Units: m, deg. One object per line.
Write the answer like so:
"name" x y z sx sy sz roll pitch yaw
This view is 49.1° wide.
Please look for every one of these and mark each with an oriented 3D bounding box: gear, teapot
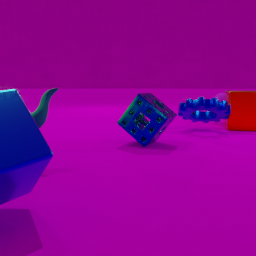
"gear" 1.955 -0.437 7.218 1.287 0.238 1.287 6 -16 2
"teapot" -1.883 -0.085 4.049 1.921 0.941 1.195 -15 -21 1

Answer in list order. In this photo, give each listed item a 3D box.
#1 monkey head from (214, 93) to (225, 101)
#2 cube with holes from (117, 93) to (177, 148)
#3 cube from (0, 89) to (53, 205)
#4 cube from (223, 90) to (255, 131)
"monkey head" 3.068 -0.663 8.879 0.886 0.742 1.231 37 46 4
"cube with holes" 0.397 -0.183 5.624 0.743 0.743 0.743 41 21 13
"cube" -1.237 0.222 2.406 0.751 0.751 0.751 -18 -23 -44
"cube" 3.234 -0.502 7.694 1.036 1.036 1.036 2 9 13
